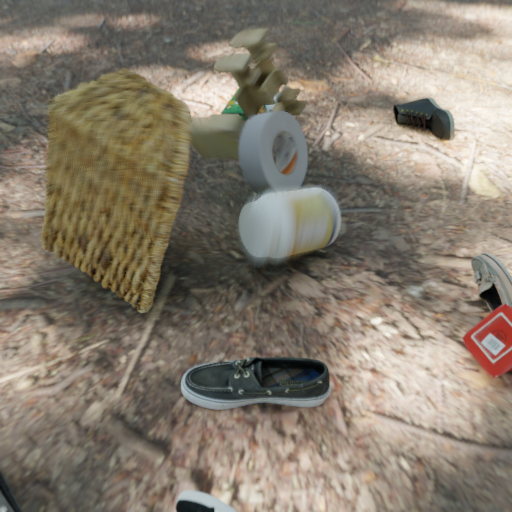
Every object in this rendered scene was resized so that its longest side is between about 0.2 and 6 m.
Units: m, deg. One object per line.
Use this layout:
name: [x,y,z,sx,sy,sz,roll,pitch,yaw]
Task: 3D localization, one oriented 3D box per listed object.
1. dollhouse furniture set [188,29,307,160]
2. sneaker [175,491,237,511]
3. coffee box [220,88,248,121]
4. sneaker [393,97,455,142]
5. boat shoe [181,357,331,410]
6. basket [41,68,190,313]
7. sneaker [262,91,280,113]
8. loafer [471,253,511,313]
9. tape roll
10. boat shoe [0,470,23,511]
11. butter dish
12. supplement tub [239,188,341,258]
dollhouse furniture set: [-0.376,-3.485,12.845,1.626,2.146,2.448,12,64,40]
sneaker: [-0.439,3.806,7.090,1.805,0.660,1.010,20,45,19]
coffee box: [-0.261,-4.466,15.885,0.922,0.330,1.499,12,63,42]
sneaker: [4.557,-3.635,15.312,1.141,0.804,2.148,-10,34,-3]
boat shoe: [-0.004,1.964,9.094,2.450,0.693,0.841,0,42,1]
basket: [-2.055,-1.203,10.260,2.616,3.512,2.506,31,41,12]
sneaker: [0.266,-4.569,16.363,0.859,0.775,2.097,-9,36,8]
loafer: [4.511,0.730,10.499,0.632,0.723,2.012,-14,47,-6]
tape roll: [0.389,-2.161,11.947,0.583,1.763,1.763,2,36,39]
boat shoe: [-3.063,3.557,7.195,2.728,0.912,0.777,25,52,30]
butter dish: [4.273,1.545,9.580,1.024,0.759,1.026,-43,38,14]
supplement tub: [0.674,-0.664,11.323,1.777,1.283,1.283,-13,42,-34]
